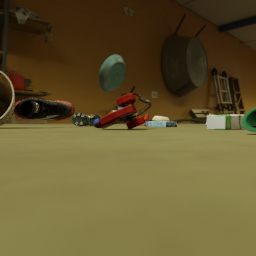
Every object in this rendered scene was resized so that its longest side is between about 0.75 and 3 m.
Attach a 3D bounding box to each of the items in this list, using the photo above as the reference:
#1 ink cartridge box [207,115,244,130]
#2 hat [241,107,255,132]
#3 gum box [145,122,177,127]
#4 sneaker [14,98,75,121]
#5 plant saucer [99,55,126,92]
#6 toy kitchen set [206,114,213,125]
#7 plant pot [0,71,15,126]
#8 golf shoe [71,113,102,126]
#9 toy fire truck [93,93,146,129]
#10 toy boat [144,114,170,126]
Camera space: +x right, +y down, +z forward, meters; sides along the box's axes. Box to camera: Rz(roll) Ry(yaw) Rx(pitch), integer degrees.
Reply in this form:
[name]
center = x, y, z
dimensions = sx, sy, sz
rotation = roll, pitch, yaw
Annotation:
[ink cartridge box]
center = 3.057, -0.176, 8.509
dimensions = 1.054, 0.445, 0.770
rotation = -1, 1, -26
[hat]
center = 2.626, 0.068, 5.190
dimensions = 0.913, 0.804, 0.756
rotation = -39, 30, -17
[gum box]
center = 1.638, -0.185, 13.771
dimensions = 1.196, 0.267, 1.016
rotation = 1, 1, 41
[sneaker]
center = -3.446, -0.755, 11.579
dimensions = 2.491, 0.881, 1.217
rotation = 1, -1, -13
[plant saucer]
center = -0.459, -1.817, 9.513
dimensions = 0.234, 1.302, 1.302
rotation = 28, 16, 31
[toy kitchen set]
center = 4.964, -0.298, 15.822
dimensions = 1.123, 0.661, 0.899
rotation = 20, 2, 2
[plant pot]
center = -5.389, -0.907, 10.951
dimensions = 2.224, 2.224, 2.375
rotation = 0, -12, -11
[golf shoe]
center = -2.193, -0.348, 15.343
dimensions = 1.968, 0.760, 0.867
rotation = 6, -12, 25
[toy fire truck]
center = -0.301, -0.317, 8.545
dimensions = 1.444, 0.964, 1.719
rotation = -24, -1, 4
[toy boat]
center = 1.681, -0.388, 16.946
dimensions = 1.546, 0.718, 1.299
rotation = 8, 3, -20
